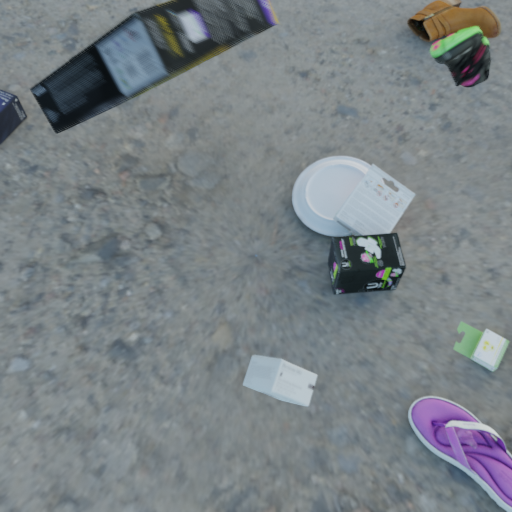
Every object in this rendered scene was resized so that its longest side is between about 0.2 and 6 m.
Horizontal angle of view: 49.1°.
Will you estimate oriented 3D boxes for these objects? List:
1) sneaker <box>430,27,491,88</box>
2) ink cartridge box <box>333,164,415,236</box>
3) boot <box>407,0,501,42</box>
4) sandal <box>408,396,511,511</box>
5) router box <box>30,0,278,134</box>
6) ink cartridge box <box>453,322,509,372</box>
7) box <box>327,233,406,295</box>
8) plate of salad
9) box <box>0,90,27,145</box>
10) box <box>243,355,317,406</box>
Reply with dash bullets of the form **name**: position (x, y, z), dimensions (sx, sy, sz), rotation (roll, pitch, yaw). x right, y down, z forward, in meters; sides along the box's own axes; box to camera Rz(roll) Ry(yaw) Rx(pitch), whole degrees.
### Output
- **sneaker**: position (3.397, -3.139, 8.981), dimensions (1.878, 0.721, 0.787), rotation (-14, 89, -49)
- **ink cartridge box**: position (2.342, -0.968, 11.157), dimensions (1.091, 0.340, 1.356), rotation (35, 79, -1)
- **boot**: position (5.073, -5.960, 14.428), dimensions (1.571, 0.776, 2.024), rotation (-32, 62, -19)
- **sandal**: position (3.574, 3.093, 9.053), dimensions (2.344, 0.576, 0.954), rotation (39, 66, 21)
- **router box**: position (-1.872, -3.539, 9.946), dimensions (3.678, 0.961, 2.892), rotation (-7, 26, 45)
- **ink cartridge box**: position (4.046, 1.606, 10.187), dimensions (0.874, 0.210, 0.636), rotation (30, 64, 15)
- **box**: position (2.059, 0.160, 10.627), dimensions (1.259, 0.935, 0.782), rotation (-4, 59, -2)
- **plate of salad**: position (1.736, -1.234, 11.759), dimensions (1.948, 0.468, 1.948), rotation (-4, 65, 8)
- **box**: position (-6.176, -3.218, 12.801), dimensions (1.204, 0.742, 1.194), rotation (22, 62, 13)
- **box**: position (0.302, 1.583, 7.134), dimensions (0.644, 0.647, 0.423), rotation (28, 71, -29)
